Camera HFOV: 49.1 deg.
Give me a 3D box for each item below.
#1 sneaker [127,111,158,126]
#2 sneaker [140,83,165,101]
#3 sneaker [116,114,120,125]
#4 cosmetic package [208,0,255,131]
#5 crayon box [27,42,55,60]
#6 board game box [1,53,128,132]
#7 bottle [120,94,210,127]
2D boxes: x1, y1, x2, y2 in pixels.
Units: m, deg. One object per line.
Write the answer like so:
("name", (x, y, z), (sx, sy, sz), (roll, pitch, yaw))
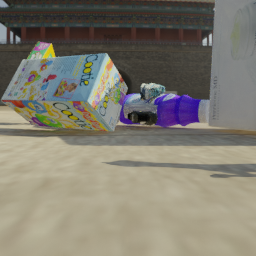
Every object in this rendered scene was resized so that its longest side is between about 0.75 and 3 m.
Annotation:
("sneaker", (0.302, -0.232, 6.619), (0.467, 0.343, 1.032), (0, 6, -26))
("sneaker", (0.619, -0.928, 6.941), (0.440, 0.396, 1.019), (6, 21, 25))
("sneaker", (-0.788, -0.846, 7.244), (1.171, 0.918, 2.356), (-15, 32, 18))
("cosmetic package", (3.142, -1.353, 5.258), (1.788, 2.900, 2.909), (1, 3, -21))
("crayon box", (-2.738, -1.530, 8.699), (0.498, 1.710, 1.475), (10, -34, 9))
("board game box", (-1.306, -0.720, 5.925), (2.184, 1.145, 1.125), (4, -28, 27))
("bottle", (0.920, -0.473, 7.377), (2.430, 0.793, 1.015), (5, 27, 32))
